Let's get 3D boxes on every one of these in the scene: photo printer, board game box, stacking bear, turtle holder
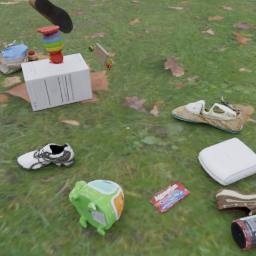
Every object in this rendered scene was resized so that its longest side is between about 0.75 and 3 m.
[{"bbox_3d":[3.511,1.170,9.822,1.807,0.628,1.504,-16,43,-19],"label":"photo printer"},{"bbox_3d":[1.345,2.199,9.028,1.215,0.118,0.625,-27,46,-27],"label":"board game box"},{"bbox_3d":[-2.936,-3.218,11.040,0.798,1.403,0.852,-25,34,-26],"label":"stacking bear"},{"bbox_3d":[-0.909,2.199,8.279,1.766,1.342,1.254,-18,14,48],"label":"turtle holder"}]

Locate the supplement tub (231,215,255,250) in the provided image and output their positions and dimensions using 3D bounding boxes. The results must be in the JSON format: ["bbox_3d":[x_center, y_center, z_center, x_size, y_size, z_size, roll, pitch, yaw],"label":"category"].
[{"bbox_3d":[3.727,2.817,7.789,1.508,0.806,0.806,-8,41,-10],"label":"supplement tub"}]

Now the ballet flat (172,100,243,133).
[{"bbox_3d":[3.311,-0.643,11.653,2.926,0.955,1.032,14,32,14],"label":"ballet flat"}]

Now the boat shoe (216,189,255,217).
[{"bbox_3d":[3.682,2.398,8.443,1.989,0.735,0.736,4,53,15],"label":"boat shoe"}]

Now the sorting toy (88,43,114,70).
[{"bbox_3d":[-0.873,-2.562,9.723,1.177,0.567,0.199,46,59,7],"label":"sorting toy"}]

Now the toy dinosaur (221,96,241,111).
[{"bbox_3d":[4.509,-1.058,12.689,0.571,0.307,1.295,-6,38,-29],"label":"toy dinosaur"}]

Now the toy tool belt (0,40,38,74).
[{"bbox_3d":[-6.058,-4.044,15.239,1.500,1.477,2.403,28,48,29],"label":"toy tool belt"}]

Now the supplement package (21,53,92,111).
[{"bbox_3d":[-3.245,-2.156,12.914,2.757,1.651,1.672,-15,43,-17],"label":"supplement package"}]

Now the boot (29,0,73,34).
[{"bbox_3d":[-3.210,-4.817,11.842,0.820,2.174,0.800,31,91,36],"label":"boot"}]

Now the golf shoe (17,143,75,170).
[{"bbox_3d":[-2.941,0.905,9.900,2.045,0.966,0.795,-6,42,-5],"label":"golf shoe"}]
